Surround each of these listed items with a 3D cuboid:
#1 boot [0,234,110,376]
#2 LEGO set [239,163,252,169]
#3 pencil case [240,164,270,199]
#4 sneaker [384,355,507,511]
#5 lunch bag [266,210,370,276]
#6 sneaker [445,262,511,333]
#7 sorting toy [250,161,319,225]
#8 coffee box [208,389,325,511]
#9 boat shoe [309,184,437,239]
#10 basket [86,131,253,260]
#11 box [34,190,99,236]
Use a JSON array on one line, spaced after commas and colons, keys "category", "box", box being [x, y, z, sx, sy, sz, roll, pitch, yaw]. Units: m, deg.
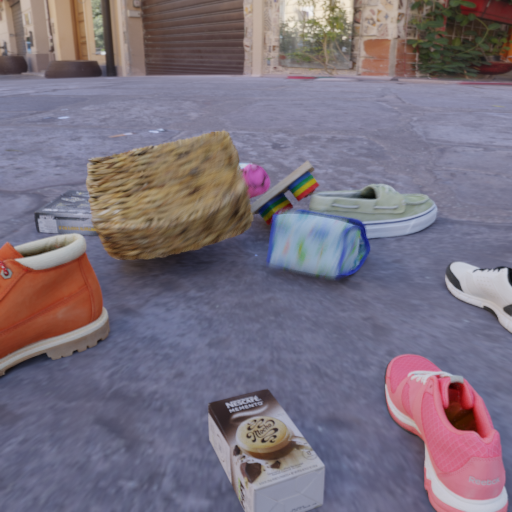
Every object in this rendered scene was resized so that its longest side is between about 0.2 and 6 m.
[{"category": "boot", "box": [-3.558, 0.711, 7.311, 3.199, 1.715, 1.200, -21, 33, -38]}, {"category": "LEGO set", "box": [-1.296, -2.625, 16.704, 1.714, 0.563, 2.294, 5, 23, 20]}, {"category": "pencil case", "box": [-0.406, -1.660, 13.069, 0.755, 0.780, 1.665, -15, 3, -38]}, {"category": "sneaker", "box": [2.051, 1.593, 6.005, 0.893, 1.051, 2.423, -2, 22, -4]}, {"category": "lunch bag", "box": [1.224, -0.238, 10.424, 1.479, 1.108, 1.739, 12, 4, 25]}, {"category": "sneaker", "box": [3.885, 0.466, 8.935, 0.811, 0.880, 2.200, -10, 23, -19]}, {"category": "sorting toy", "box": [0.673, -1.289, 12.152, 1.638, 0.570, 1.628, -37, 0, 10]}, {"category": "coffee box", "box": [0.056, 1.997, 5.721, 0.742, 0.524, 1.313, -10, 25, -22]}, {"category": "boat shoe", "box": [2.624, -1.023, 12.208, 3.334, 1.034, 1.200, -12, 26, -26]}, {"category": "basket", "box": [-1.470, -0.729, 10.242, 2.733, 2.036, 1.950, -14, 57, -7]}, {"category": "box", "box": [-3.652, -0.995, 12.806, 2.141, 0.517, 1.695, 3, 23, 8]}]
